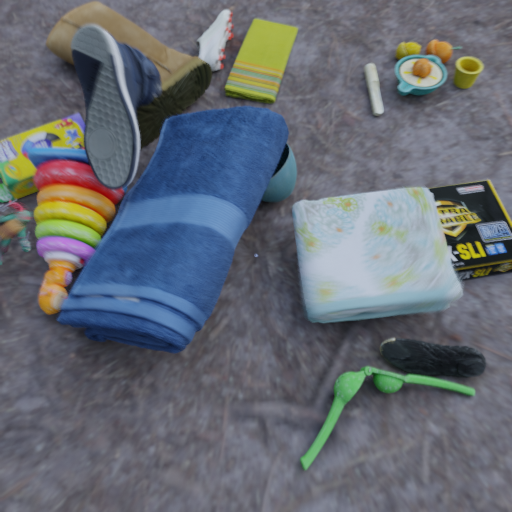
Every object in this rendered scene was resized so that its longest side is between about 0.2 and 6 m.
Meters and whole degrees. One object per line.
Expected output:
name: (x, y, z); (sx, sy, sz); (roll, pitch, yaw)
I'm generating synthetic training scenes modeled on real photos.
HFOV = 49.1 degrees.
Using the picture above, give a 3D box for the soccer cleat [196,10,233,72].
soccer cleat: (-0.970, -4.910, 12.648); (0.710, 0.634, 1.829); (7, 61, 8)

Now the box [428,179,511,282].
box: (3.327, -0.402, 9.833); (2.188, 0.540, 1.747); (-8, 60, -5)

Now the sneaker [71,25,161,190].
sneaker: (-2.157, -2.366, 9.397); (0.948, 1.802, 2.494); (-4, 96, 12)

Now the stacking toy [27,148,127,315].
stacking toy: (-3.165, -0.352, 9.425); (1.512, 1.599, 2.755); (5, 69, 0)

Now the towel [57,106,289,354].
towel: (-1.223, -0.650, 9.124); (2.536, 1.102, 4.542); (0, 52, 34)

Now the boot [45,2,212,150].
boot: (-3.123, -3.791, 11.704); (3.509, 1.160, 3.073); (33, 57, 21)

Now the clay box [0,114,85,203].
clay box: (-4.151, -1.890, 10.785); (2.064, 0.491, 1.186); (-24, 60, -16)

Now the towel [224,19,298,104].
towel: (0.149, -4.391, 12.564); (1.111, 0.233, 2.581); (15, 58, 3)

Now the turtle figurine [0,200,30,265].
turtle figurine: (-4.002, -0.396, 9.068); (1.148, 0.859, 0.578); (-40, 18, 12)

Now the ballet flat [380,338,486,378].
ballet flat: (2.729, 1.579, 8.713); (1.612, 0.536, 0.458); (10, 16, 5)

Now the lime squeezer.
lime squeezer: (1.821, 2.083, 8.270); (2.864, 0.540, 1.011); (-19, 59, -12)

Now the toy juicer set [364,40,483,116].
toy juicer set: (3.356, -4.078, 12.045); (2.620, 0.713, 1.666); (-19, 60, -11)

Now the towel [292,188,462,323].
towel: (1.887, -0.040, 9.027); (2.414, 0.581, 2.066); (-7, 63, 1)

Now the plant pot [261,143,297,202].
plant pot: (0.282, -1.429, 10.237); (1.154, 0.777, 1.154); (-21, 43, 21)
